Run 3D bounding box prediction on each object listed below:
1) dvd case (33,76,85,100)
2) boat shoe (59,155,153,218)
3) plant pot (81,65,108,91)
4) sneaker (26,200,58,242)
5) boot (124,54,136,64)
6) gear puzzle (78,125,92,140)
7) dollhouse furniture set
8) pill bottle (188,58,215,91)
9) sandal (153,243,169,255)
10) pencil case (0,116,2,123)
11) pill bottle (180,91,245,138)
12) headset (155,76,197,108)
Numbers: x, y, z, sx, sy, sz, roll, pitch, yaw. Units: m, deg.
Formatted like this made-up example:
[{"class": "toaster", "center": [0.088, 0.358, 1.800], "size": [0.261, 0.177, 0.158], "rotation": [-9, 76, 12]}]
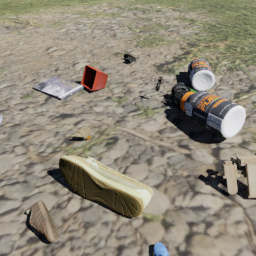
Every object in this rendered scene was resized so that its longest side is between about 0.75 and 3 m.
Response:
[{"class": "dvd case", "center": [-3.433, -2.017, 13.883], "size": [2.102, 0.168, 1.563], "rotation": [23, 41, 28]}, {"class": "boat shoe", "center": [-0.711, 1.517, 8.147], "size": [2.925, 1.067, 0.920], "rotation": [20, 30, 23]}, {"class": "plant pot", "center": [-1.577, -2.437, 13.784], "size": [0.889, 1.008, 1.008], "rotation": [-3, 28, -45]}, {"class": "sneaker", "center": [-2.253, 2.505, 7.290], "size": [0.528, 0.492, 1.398], "rotation": [-32, 39, -12]}, {"class": "boot", "center": [-0.041, -4.140, 16.750], "size": [0.923, 0.347, 0.690], "rotation": [23, 42, 29]}, {"class": "gear puzzle", "center": [-1.534, 0.179, 10.239], "size": [0.393, 0.759, 0.099], "rotation": [-42, 53, -11]}, {"class": "dollhouse furniture set", "center": [3.869, 1.407, 8.953], "size": [1.768, 1.012, 2.073], "rotation": [-6, 4, 13]}, {"class": "pill bottle", "center": [3.636, -2.810, 14.180], "size": [1.142, 1.142, 2.150], "rotation": [2, 34, 3]}, {"class": "sandal", "center": [0.818, 3.047, 6.456], "size": [0.375, 0.411, 0.944], "rotation": [-8, 34, -8]}, {"class": "pencil case", "center": [-5.651, -0.525, 11.422], "size": [1.215, 0.551, 0.505], "rotation": [28, 81, 36]}, {"class": "pill bottle", "center": [3.104, -0.643, 10.722], "size": [1.277, 1.277, 2.403], "rotation": [-20, 33, -26]}, {"class": "headset", "center": [2.352, -1.609, 12.515], "size": [2.276, 1.069, 1.405], "rotation": [14, 35, 0]}]
